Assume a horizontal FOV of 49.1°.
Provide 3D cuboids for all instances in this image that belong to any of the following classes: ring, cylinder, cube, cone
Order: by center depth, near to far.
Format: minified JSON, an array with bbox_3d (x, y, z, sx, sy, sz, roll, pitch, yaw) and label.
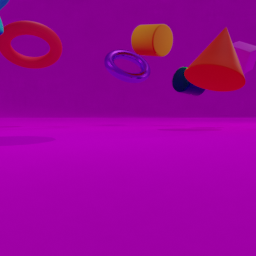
[{"bbox_3d":[2.381,-1.946,7.241,1.511,1.517,1.511,16,-11,3],"label":"cone"},{"bbox_3d":[3.387,-2.119,8.420,0.701,0.701,0.701,32,43,33],"label":"cube"},{"bbox_3d":[-3.078,-2.573,8.865,1.954,0.391,1.954,-6,-26,-3],"label":"ring"},{"bbox_3d":[2.248,-1.682,10.192,0.923,0.923,0.923,6,-2,-37],"label":"cylinder"},{"bbox_3d":[0.937,-3.417,10.934,1.180,1.180,1.180,-2,15,-43],"label":"cylinder"},{"bbox_3d":[-0.015,-2.566,11.547,1.978,1.978,0.396,-1,-41,-23],"label":"ring"}]

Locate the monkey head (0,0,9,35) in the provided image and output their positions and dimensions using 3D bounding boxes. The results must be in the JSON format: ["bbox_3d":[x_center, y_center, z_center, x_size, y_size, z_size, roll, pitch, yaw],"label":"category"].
[{"bbox_3d":[-2.491,-2.164,4.674,1.531,1.101,0.922,-11,-4,6],"label":"monkey head"}]
